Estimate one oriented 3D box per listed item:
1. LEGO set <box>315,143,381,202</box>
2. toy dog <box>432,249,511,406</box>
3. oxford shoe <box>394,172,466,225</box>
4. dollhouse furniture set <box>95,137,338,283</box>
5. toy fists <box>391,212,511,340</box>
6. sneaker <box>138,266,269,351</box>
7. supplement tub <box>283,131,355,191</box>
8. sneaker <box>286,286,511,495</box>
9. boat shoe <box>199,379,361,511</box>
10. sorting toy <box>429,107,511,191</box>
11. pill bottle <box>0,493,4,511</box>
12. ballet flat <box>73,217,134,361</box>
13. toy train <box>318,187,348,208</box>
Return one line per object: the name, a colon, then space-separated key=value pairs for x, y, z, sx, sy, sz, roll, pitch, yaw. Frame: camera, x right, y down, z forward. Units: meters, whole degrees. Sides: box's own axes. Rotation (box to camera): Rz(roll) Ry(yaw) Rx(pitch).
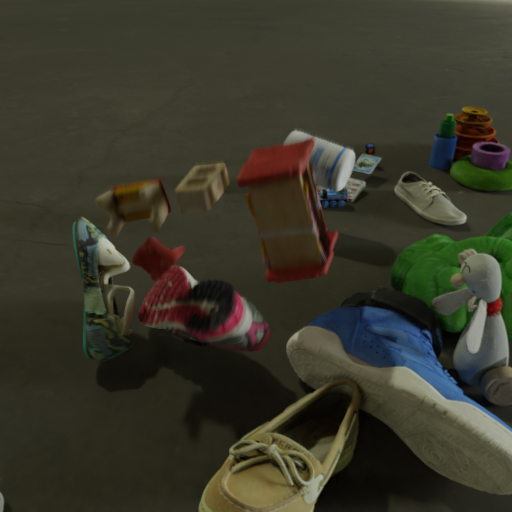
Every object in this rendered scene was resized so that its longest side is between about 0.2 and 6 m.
LEGO set: x=1.932 y=-2.025 z=13.317 sx=1.768 sy=0.581 sz=2.366 roll=18 pitch=47 yaw=25
toy dog: x=2.680 y=0.987 z=7.177 sx=0.985 sy=2.045 sz=1.349 roll=-17 pitch=7 yaw=3
oxford shoe: x=3.611 y=-1.219 z=11.738 sx=0.734 sy=0.564 sz=1.953 roll=-11 pitch=35 yaw=-22
dollhouse furniture set: x=-0.444 y=-0.474 z=7.222 sx=2.702 sy=1.454 sz=1.099 roll=-7 pitch=27 yaw=17
toy fists: x=4.038 y=0.206 z=8.786 sx=3.692 sy=1.270 sz=1.882 roll=-14 pitch=35 yaw=-24
sneaker: x=-0.840 y=0.834 z=7.893 sx=2.461 sy=0.919 sz=0.992 roll=14 pitch=70 yaw=53
supplement tub: x=1.154 y=-1.793 z=10.597 sx=1.243 sy=0.820 sz=0.820 roll=24 pitch=38 yaw=19
sneaker: x=2.085 y=1.375 z=6.902 sx=1.769 sy=1.221 sz=3.180 roll=-35 pitch=39 yaw=-31
boat shoe: x=0.381 y=1.911 z=5.549 sx=0.964 sy=0.832 sz=2.644 roll=20 pitch=13 yaw=30
sorting toy: x=5.241 y=-2.769 z=13.527 sx=1.882 sy=1.286 sz=3.133 roll=0 pitch=32 yaw=0
pill bottle: x=-2.812 y=2.614 z=5.555 sx=0.552 sy=0.552 sz=0.922 roll=-8 pitch=32 yaw=-13
ballet flat: x=-2.115 y=0.405 z=7.992 sx=0.800 sy=0.800 sz=2.155 roll=-8 pitch=73 yaw=-13
toy train: x=1.636 y=-1.256 z=11.952 sx=0.670 sy=0.383 sz=0.290 roll=-2 pitch=32 yaw=-3
